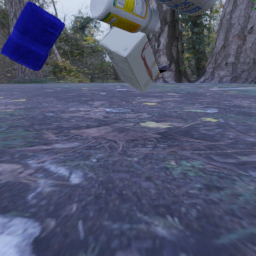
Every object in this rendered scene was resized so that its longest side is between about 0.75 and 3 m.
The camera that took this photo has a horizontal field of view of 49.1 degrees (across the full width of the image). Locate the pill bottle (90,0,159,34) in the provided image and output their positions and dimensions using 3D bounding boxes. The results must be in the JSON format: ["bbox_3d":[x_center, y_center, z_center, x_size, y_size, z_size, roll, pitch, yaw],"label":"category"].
[{"bbox_3d":[-0.020,-1.705,4.074,0.962,0.542,0.542,6,5,-38],"label":"pill bottle"}]

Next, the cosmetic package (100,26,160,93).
[{"bbox_3d":[0.139,-2.080,8.516,1.078,0.910,2.085,37,-6,26],"label":"cosmetic package"}]

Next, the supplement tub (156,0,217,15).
[{"bbox_3d":[0.777,-2.238,4.161,0.871,0.871,1.321,9,11,37],"label":"supplement tub"}]

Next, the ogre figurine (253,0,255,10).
[{"bbox_3d":[4.126,-4.273,8.860,0.713,1.189,0.583,-29,-2,-45],"label":"ogre figurine"}]

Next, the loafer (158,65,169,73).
[{"bbox_3d":[1.325,-2.343,11.387,0.273,0.240,0.761,27,-23,-33],"label":"loafer"}]

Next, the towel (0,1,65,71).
[{"bbox_3d":[-3.140,-2.986,9.423,1.482,2.007,0.497,20,20,-45],"label":"towel"}]
